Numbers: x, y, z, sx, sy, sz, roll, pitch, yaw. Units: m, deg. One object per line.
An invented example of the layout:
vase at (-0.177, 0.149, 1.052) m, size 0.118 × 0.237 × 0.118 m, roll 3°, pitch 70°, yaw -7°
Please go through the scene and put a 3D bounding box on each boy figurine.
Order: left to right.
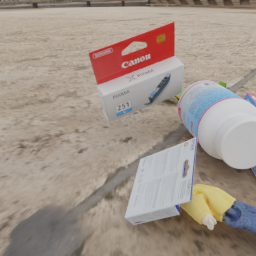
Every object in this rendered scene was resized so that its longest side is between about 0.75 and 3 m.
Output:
boy figurine at (1.461, 1.432, 4.981) m, size 2.241 × 0.722 × 1.393 m, roll 13°, pitch 10°, yaw 27°

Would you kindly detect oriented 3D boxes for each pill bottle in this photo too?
pill bottle at (2.271, -0.160, 6.902) m, size 1.487 × 1.487 × 2.734 m, roll -3°, pitch 23°, yaw -5°

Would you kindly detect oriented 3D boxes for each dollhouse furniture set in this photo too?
dollhouse furniture set at (2.178, -1.369, 9.933) m, size 2.302 × 0.889 × 1.151 m, roll 21°, pitch 35°, yaw 26°

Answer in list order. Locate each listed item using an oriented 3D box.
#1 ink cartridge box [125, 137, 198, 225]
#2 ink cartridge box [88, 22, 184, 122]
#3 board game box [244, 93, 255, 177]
ink cartridge box at (0.673, 0.951, 5.041) m, size 1.425 × 0.309 × 1.399 m, roll -26°, pitch 30°, yaw 37°
ink cartridge box at (0.330, -1.407, 7.510) m, size 2.413 × 2.126 × 0.540 m, roll -23°, pitch 52°, yaw -10°
board game box at (3.145, 0.182, 6.802) m, size 0.240 × 1.272 × 2.471 m, roll 11°, pitch 29°, yaw -3°
